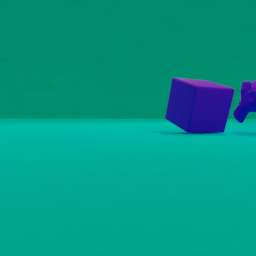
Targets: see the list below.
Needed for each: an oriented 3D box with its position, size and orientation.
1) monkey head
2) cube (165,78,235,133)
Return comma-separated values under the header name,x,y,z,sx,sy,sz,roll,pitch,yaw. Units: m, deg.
name,x,y,z,sx,sy,sz,roll,pitch,yaw
monkey head,2.326,-0.453,4.980,0.704,0.840,1.168,4,42,-16
cube,1.279,-0.423,5.123,0.814,0.814,0.814,0,19,-23
